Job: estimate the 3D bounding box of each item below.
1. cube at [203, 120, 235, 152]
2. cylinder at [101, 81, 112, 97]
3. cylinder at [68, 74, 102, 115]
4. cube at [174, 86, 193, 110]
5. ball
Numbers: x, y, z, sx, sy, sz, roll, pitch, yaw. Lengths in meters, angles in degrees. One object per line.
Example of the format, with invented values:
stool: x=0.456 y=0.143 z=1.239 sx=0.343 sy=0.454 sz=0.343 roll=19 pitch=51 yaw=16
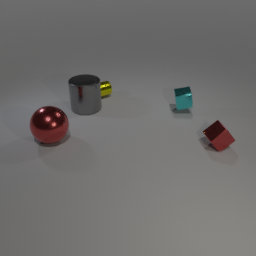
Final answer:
cube: x=3.250 y=0.288 z=10.028 sx=0.700 sy=0.700 sz=0.700 roll=-40 pitch=31 yaw=12
cylinder: x=-1.248 y=-1.912 z=13.725 sx=0.700 sy=0.700 sz=0.700 roll=-19 pitch=36 yaw=-29
cylinder: x=-1.907 y=-1.508 z=12.548 sx=1.400 sy=1.400 sz=1.400 roll=0 pitch=31 yaw=0
cube: x=2.428 y=-1.305 z=12.261 sx=0.700 sy=0.700 sz=0.700 roll=-8 pitch=36 yaw=9
ball: x=-2.880 y=-0.119 z=10.295 sx=1.400 sy=1.400 sz=1.400 roll=0 pitch=31 yaw=0
